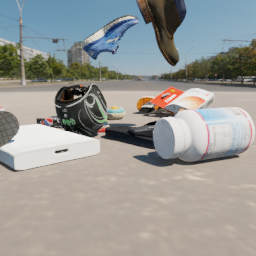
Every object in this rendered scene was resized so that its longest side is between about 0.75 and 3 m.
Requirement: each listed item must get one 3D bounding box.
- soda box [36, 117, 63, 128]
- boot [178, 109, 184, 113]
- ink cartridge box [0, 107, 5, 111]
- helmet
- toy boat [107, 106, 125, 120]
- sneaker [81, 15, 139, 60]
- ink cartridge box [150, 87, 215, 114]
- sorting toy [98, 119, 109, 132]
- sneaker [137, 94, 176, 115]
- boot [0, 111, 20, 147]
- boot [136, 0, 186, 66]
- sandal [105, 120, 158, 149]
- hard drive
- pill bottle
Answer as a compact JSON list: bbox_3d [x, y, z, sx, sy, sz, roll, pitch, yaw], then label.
[{"bbox_3d":[-2.742,-0.194,10.090,1.067,0.338,0.377,2,9,15],"label":"soda box"},{"bbox_3d":[2.473,-0.196,9.060,1.537,0.732,1.986,10,16,29],"label":"boot"},{"bbox_3d":[-4.277,-0.130,7.903,1.267,0.916,0.921,4,10,25],"label":"ink cartridge box"},{"bbox_3d":[-1.338,-0.493,8.343,1.578,1.505,1.578,-13,42,12],"label":"helmet"},{"bbox_3d":[-0.857,-0.748,12.371,1.479,0.687,1.243,1,10,2],"label":"toy boat"},{"bbox_3d":[-0.600,-3.560,11.055,2.452,1.093,0.963,-30,23,12],"label":"sneaker"},{"bbox_3d":[2.476,-1.387,12.831,2.334,0.585,1.893,29,46,30],"label":"ink cartridge box"},{"bbox_3d":[-1.288,-0.220,10.025,1.188,0.417,2.464,-1,10,-7],"label":"sorting toy"},{"bbox_3d":[1.934,-1.242,14.444,2.863,1.084,1.317,3,6,10],"label":"sneaker"},{"bbox_3d":[-3.409,0.158,5.541,1.408,0.746,2.138,9,27,44],"label":"boot"},{"bbox_3d":[1.339,-3.020,8.352,1.260,2.600,0.971,-22,45,19],"label":"boot"},{"bbox_3d":[0.495,0.094,7.488,2.855,0.611,1.086,7,12,35],"label":"sandal"},{"bbox_3d":[-2.320,0.335,6.730,1.931,0.391,2.927,-9,13,-42],"label":"hard drive"},{"bbox_3d":[1.571,0.132,5.881,1.970,1.071,1.071,-4,10,-25],"label":"pill bottle"}]
